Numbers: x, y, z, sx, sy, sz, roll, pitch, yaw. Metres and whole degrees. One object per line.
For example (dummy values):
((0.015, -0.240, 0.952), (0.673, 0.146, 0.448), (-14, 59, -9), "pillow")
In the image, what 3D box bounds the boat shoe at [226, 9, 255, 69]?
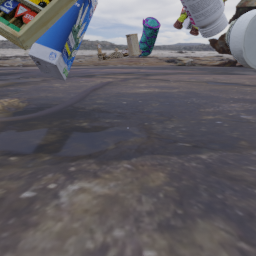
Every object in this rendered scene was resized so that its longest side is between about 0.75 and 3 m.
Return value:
((2.355, -1.681, 5.290), (0.873, 0.970, 2.743), (20, 25, 36), "boat shoe")

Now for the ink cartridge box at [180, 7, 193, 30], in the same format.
((2.183, -4.343, 10.265), (0.354, 1.008, 1.240), (-4, 46, -22), "ink cartridge box")

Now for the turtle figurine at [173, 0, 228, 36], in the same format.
((2.122, -3.568, 8.079), (2.106, 1.698, 0.678), (12, 39, -11), "turtle figurine")

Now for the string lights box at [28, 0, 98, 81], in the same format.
((-1.574, -2.612, 7.179), (0.729, 2.474, 1.271), (21, -8, 0), "string lights box")

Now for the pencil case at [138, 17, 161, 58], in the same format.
((0.775, -3.646, 11.309), (0.754, 1.631, 0.694), (14, 58, -4), "pencil case")

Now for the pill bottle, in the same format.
((1.712, -2.858, 6.434), (0.808, 1.426, 0.808), (-29, 32, 20), "pill bottle")

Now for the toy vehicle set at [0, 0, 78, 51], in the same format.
((-1.760, -2.006, 3.888), (2.003, 1.245, 0.266), (32, -18, 14), "toy vehicle set")

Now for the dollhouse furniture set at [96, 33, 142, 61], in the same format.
((-0.224, -2.267, 7.874), (1.272, 0.563, 0.659), (3, 20, 37), "dollhouse furniture set")
